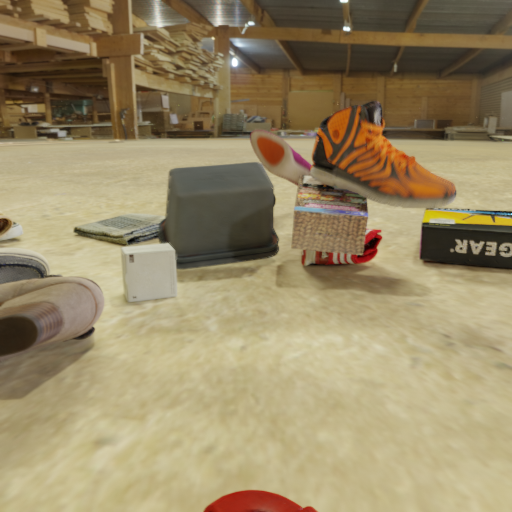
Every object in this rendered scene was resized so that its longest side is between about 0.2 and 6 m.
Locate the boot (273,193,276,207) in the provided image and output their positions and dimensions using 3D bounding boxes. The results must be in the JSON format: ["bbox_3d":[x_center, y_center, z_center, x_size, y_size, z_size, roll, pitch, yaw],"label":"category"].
[{"bbox_3d":[-0.897,-1.593,15.675,2.829,1.029,3.005,-7,8,2],"label":"boot"}]

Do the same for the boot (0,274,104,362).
[{"bbox_3d":[-3.217,0.764,6.556,2.793,0.981,2.042,-3,7,-1],"label":"boot"}]

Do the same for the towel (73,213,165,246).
[{"bbox_3d":[-2.851,-0.673,12.711,1.921,0.332,1.850,11,19,34],"label":"towel"}]

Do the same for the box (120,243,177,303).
[{"bbox_3d":[-1.624,0.245,8.468,0.759,0.755,0.496,-5,16,-19],"label":"box"}]

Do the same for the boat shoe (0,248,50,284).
[{"bbox_3d":[-3.867,0.574,7.390,2.380,0.889,1.104,-14,29,-27],"label":"boat shoe"}]

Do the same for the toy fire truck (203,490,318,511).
[{"bbox_3d":[-0.433,1.757,2.806,1.451,1.060,1.648,-15,31,-43],"label":"toy fire truck"}]

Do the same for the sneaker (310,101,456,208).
[{"bbox_3d":[2.046,-1.706,9.103,2.602,1.458,1.009,20,27,29],"label":"sneaker"}]

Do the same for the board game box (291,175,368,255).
[{"bbox_3d":[1.272,-0.744,9.697,1.199,0.728,1.504,6,31,6],"label":"board game box"}]

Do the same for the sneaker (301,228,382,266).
[{"bbox_3d":[1.696,-0.408,10.775,1.404,0.953,2.431,8,32,10],"label":"sneaker"}]

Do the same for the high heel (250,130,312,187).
[{"bbox_3d":[0.770,-2.462,14.628,2.542,0.857,1.222,41,15,-22],"label":"high heel"}]

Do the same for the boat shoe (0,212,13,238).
[{"bbox_3d":[-5.509,-0.390,10.598,0.816,0.869,2.358,16,28,5],"label":"boat shoe"}]

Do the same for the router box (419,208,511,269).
[{"bbox_3d":[4.671,-0.364,10.754,2.869,0.733,2.140,5,16,18],"label":"router box"}]

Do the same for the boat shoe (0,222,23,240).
[{"bbox_3d":[-6.267,-0.732,12.036,2.467,0.785,0.872,2,15,6],"label":"boat shoe"}]

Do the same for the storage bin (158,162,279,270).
[{"bbox_3d":[-0.670,-0.883,10.118,2.163,1.453,1.574,-6,42,-15],"label":"storage bin"}]
